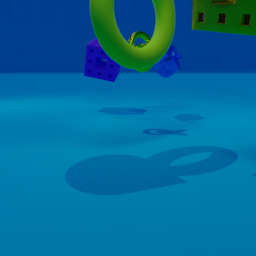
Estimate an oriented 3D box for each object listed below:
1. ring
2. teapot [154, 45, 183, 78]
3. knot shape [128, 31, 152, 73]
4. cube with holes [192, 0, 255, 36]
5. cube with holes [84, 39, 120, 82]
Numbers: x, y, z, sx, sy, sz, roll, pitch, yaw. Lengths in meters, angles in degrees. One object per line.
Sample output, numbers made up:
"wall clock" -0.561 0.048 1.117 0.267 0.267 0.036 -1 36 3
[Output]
"ring" 0.170 -2.157 5.310 2.060 2.060 0.412 -11 14 -41
"teapot" 1.342 -2.274 9.300 0.899 1.142 1.836 -11 1 24
"knot shape" 0.304 -1.922 7.251 1.148 0.531 1.074 -35 62 -9
"cube with holes" 1.790 -2.080 4.073 1.173 1.173 1.173 -20 30 -27
"cube with holes" -0.918 -2.625 10.792 1.185 1.185 1.185 12 29 2
